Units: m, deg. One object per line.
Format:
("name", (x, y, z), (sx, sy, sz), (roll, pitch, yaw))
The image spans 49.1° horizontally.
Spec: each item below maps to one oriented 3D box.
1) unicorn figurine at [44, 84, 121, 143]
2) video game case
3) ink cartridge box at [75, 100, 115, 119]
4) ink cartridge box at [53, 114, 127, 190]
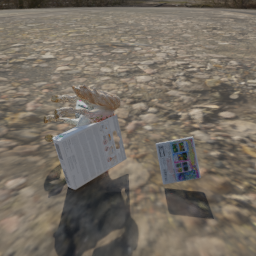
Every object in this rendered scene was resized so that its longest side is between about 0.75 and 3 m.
("unicorn figurine", (-1.000, -0.175, 6.696), (1.867, 1.004, 2.718), (0, -9, -28))
("video game case", (1.037, 0.677, 5.796), (0.787, 0.865, 0.102), (-10, -2, 0))
("ink cartridge box", (-1.054, -0.654, 9.038), (1.207, 0.303, 1.391), (-3, 29, -5))
("ink cartridge box", (-0.751, 0.452, 5.888), (1.429, 1.150, 0.358), (-29, 28, -35))
